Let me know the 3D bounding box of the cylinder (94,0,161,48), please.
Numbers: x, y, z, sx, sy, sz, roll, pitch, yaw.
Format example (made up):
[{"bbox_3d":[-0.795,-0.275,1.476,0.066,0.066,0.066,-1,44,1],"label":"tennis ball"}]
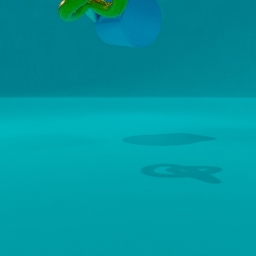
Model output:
[{"bbox_3d":[-0.018,-2.324,6.061,1.074,1.074,1.074,-5,19,-38],"label":"cylinder"}]

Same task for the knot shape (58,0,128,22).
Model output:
[{"bbox_3d":[-0.363,-1.722,3.168,1.074,1.005,0.496,-6,-18,42],"label":"knot shape"}]

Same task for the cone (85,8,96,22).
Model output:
[{"bbox_3d":[-0.981,-2.958,5.703,1.605,1.611,1.605,-19,23,8],"label":"cone"}]
